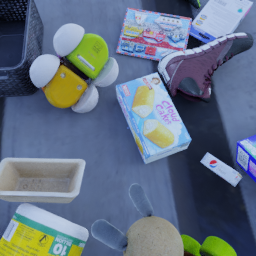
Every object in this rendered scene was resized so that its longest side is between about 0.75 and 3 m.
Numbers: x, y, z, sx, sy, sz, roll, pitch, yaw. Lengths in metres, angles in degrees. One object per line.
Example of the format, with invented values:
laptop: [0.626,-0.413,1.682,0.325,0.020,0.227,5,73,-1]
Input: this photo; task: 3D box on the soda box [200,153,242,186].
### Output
soda box: [2.034,0.898,6.140,0.276,0.296,0.868,-53,43,2]

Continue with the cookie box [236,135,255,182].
cookie box: [3.690,0.681,6.133,1.918,0.721,1.640,-19,38,-9]

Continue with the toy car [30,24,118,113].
toy car: [-1.385,-1.494,7.028,2.005,1.755,1.504,-53,35,1]

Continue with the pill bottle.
pill bottle: [-1.907,2.893,5.085,1.504,1.504,2.668,20,67,8]

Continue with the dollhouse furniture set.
dollhouse furniture set: [-2.284,0.109,5.197,2.939,2.086,2.329,1,45,5]

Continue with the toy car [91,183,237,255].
toy car: [0.409,2.175,4.918,2.212,1.745,1.817,49,60,-2]

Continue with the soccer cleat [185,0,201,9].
soccer cleat: [1.747,-4.264,8.823,0.614,0.512,1.516,-32,74,15]

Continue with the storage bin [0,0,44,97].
storage bin: [-3.379,-2.287,7.494,1.821,1.263,2.694,-4,66,-1]

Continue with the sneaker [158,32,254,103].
sneaker: [2.191,-1.437,7.359,2.568,0.972,1.483,-18,74,5]

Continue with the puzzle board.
puzzle board: [0.755,-2.667,8.055,1.929,0.168,1.454,12,82,5]

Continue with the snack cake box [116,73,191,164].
snack cake box: [0.580,-0.264,6.917,1.147,0.670,1.995,-20,69,-8]

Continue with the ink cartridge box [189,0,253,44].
ink cartridge box: [2.659,-3.175,8.255,1.109,0.390,1.859,35,79,15]
